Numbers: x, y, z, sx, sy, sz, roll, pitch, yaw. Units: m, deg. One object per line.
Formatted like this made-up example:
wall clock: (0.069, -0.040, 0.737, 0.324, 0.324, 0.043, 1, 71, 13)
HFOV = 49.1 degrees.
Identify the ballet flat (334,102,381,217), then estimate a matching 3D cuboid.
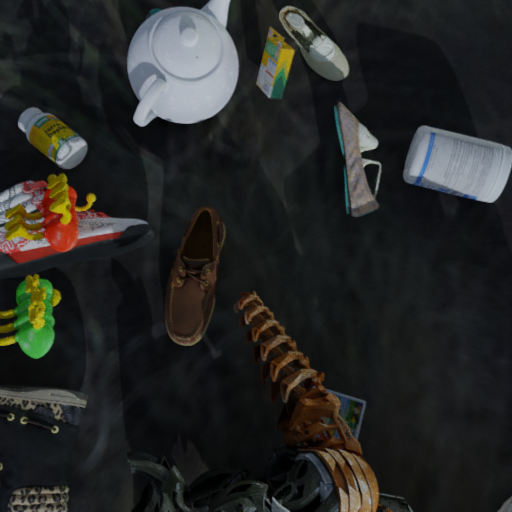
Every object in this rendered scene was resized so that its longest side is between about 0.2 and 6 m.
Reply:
ballet flat: (1.752, -1.650, 9.471, 0.657, 0.665, 1.954, -7, 92, 12)

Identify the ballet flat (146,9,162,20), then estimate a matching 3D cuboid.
ballet flat: (-1.911, -3.854, 10.514, 0.545, 0.545, 1.467, 11, 85, 3)

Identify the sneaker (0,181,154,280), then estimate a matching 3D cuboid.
sneaker: (-3.141, -0.627, 9.232, 2.719, 0.908, 1.457, -14, 75, -2)

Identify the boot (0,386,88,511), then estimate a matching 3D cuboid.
boot: (-3.706, 2.812, 8.156, 2.326, 0.851, 1.751, 1, 71, -6)

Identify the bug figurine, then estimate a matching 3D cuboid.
bug figurine: (-3.803, 0.475, 8.174, 3.665, 0.943, 2.842, -26, 53, 18)

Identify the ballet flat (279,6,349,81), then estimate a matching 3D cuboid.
ballet flat: (1.048, -4.030, 10.519, 0.630, 0.630, 1.812, -35, 74, -11)

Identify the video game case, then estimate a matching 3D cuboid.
video game case: (1.068, 2.619, 8.572, 0.997, 0.120, 1.094, 16, 72, 5)

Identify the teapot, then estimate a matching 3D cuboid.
teapot: (-1.240, -3.359, 9.584, 2.100, 1.554, 2.127, -12, 87, -13)

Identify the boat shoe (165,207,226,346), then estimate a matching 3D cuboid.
boat shoe: (-1.017, 0.268, 9.008, 0.823, 0.772, 2.287, 9, 72, 3)

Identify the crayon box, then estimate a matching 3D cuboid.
crayon box: (0.344, -3.381, 9.829, 0.270, 1.046, 0.658, -2, 38, -24)

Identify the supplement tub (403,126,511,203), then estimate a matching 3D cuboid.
supplement tub: (3.374, -1.552, 9.494, 1.532, 1.010, 1.010, 16, 72, 5)

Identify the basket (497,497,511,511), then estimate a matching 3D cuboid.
basket: (3.804, 4.811, 6.730, 2.772, 2.230, 2.748, -43, 77, -13)

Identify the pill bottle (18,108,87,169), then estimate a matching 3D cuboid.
pill bottle: (-3.602, -2.095, 9.861, 1.147, 0.647, 0.647, 38, 76, 12)

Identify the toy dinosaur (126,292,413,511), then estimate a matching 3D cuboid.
toy dinosaur: (0.318, 3.457, 7.434, 3.777, 2.843, 5.565, -7, 54, -17)
